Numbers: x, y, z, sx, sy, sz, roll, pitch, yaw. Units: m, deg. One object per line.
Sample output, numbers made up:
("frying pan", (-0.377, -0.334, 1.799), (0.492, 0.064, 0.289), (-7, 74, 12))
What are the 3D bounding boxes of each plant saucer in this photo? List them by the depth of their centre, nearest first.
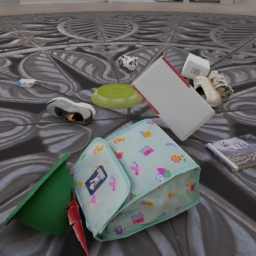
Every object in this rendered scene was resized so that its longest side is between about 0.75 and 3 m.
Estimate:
("plant saucer", (-0.482, -1.464, 12.141), (2.223, 0.345, 2.223), (-1, 30, 0))

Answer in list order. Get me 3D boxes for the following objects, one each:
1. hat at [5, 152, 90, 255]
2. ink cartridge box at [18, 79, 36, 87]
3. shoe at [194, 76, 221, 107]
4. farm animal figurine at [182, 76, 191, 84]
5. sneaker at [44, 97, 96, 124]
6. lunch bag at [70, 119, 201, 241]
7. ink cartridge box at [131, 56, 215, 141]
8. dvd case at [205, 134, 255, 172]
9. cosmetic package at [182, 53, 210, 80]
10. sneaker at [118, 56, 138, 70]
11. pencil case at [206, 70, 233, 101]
("hat", (-1.239, 1.974, 6.083), (2.067, 1.945, 2.348), (41, 33, -4))
("ink cartridge box", (-4.794, -2.134, 13.371), (0.756, 0.252, 0.438), (5, 31, 9))
("shoe", (3.219, -1.637, 11.961), (0.621, 0.814, 2.328), (0, 32, -10))
("farm animal figurine", (2.401, -2.272, 13.385), (0.947, 0.589, 1.172), (15, 25, -12))
("sneaker", (-2.222, -0.611, 10.318), (1.993, 0.737, 0.790), (10, 36, 16))
("lunch bag", (0.020, 1.165, 6.475), (2.549, 1.554, 2.172), (-22, 39, -15))
("ink cartridge box", (1.293, -0.899, 8.455), (2.053, 1.159, 2.796), (47, 9, -1))
("dvd case", (3.505, 0.706, 8.605), (1.811, 0.145, 1.347), (-11, 32, -18))
("cosmetic package", (3.348, -2.977, 13.816), (1.141, 0.820, 2.022), (24, 26, 5))
("sneaker", (-0.111, -3.623, 15.547), (1.054, 0.647, 1.620), (6, 31, 13))
("pencil case", (4.051, -1.910, 12.454), (0.904, 0.787, 2.022), (-11, 28, 11))
